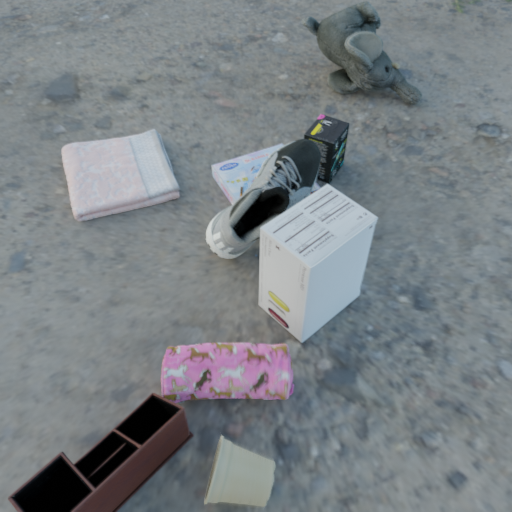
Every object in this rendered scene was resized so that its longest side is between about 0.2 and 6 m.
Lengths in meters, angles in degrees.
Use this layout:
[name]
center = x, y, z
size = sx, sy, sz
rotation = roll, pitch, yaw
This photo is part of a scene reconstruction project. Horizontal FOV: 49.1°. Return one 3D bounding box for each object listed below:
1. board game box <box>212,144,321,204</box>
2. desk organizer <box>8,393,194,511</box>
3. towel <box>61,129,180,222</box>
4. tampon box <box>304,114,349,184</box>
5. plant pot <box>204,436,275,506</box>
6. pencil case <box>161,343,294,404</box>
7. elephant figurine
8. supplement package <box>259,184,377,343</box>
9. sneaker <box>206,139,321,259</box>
[board game box]
center = 0.197, -1.573, 12.034
size = 1.768, 0.364, 1.764
rotation = -20, 51, -17
[desk organizer]
center = -2.034, 2.854, 7.680
size = 0.853, 0.915, 2.377
rotation = 34, 56, 26
[towel]
center = -3.009, -1.862, 12.294
size = 2.277, 0.384, 2.384
rotation = -14, 49, -12
[tampon box]
center = 1.494, -2.329, 12.206
size = 0.708, 1.121, 0.840
rotation = 23, 52, 19
[plant pot]
center = -0.198, 3.014, 7.658
size = 0.820, 0.896, 0.896
rotation = 15, 49, -1
[pencil case]
center = -0.424, 1.809, 8.640
size = 2.039, 0.882, 0.844
rotation = -2, 55, -2
[elephant figurine]
center = 2.717, -5.007, 14.347
size = 2.105, 1.920, 2.714
rotation = -21, 62, 19
[supplement package]
center = 0.971, 0.152, 9.368
size = 1.570, 2.016, 1.118
rotation = -35, 57, -27
[sneaker]
center = 0.456, -1.169, 10.386
size = 1.151, 1.772, 3.068
rotation = 43, 73, -9
